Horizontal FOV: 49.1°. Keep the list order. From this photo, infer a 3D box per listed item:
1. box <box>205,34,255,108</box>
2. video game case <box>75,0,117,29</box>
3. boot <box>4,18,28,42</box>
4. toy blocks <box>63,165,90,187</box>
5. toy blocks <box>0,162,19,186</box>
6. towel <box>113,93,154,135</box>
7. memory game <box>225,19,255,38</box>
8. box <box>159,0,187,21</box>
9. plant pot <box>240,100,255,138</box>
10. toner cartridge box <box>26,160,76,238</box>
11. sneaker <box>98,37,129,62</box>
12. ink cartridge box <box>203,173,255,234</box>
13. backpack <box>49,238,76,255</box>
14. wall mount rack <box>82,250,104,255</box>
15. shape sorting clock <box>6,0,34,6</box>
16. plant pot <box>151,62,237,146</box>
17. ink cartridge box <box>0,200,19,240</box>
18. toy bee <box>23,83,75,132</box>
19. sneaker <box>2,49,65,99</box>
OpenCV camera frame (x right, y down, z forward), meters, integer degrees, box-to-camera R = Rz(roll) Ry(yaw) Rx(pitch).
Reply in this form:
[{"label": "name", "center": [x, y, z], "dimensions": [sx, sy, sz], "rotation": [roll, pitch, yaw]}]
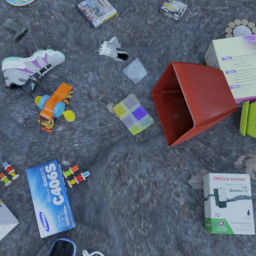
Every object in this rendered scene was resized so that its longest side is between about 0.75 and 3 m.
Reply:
[{"label": "box", "center": [4.780, -2.324, 11.662], "dimensions": [2.364, 1.299, 2.688], "rotation": [-9, 75, -3]}, {"label": "video game case", "center": [-1.489, -5.597, 13.204], "dimensions": [1.376, 0.194, 1.523], "rotation": [-37, 77, -10]}, {"label": "boot", "center": [-5.238, -4.491, 12.789], "dimensions": [1.023, 0.371, 0.930], "rotation": [32, 62, 2]}, {"label": "toy blocks", "center": [-2.007, 1.790, 10.968], "dimensions": [0.873, 0.317, 0.728], "rotation": [-29, 76, -8]}, {"label": "toy blocks", "center": [-4.778, 1.776, 10.991], "dimensions": [0.644, 0.280, 0.772], "rotation": [-41, 78, -11]}, {"label": "towel", "center": [0.202, -0.585, 11.738], "dimensions": [1.141, 0.181, 1.588], "rotation": [-34, 76, -10]}, {"label": "memory game", "center": [5.252, -4.318, 12.878], "dimensions": [1.602, 0.102, 1.602], "rotation": [0, 74, 0]}, {"label": "box", "center": [2.123, -5.618, 13.175], "dimensions": [1.071, 0.259, 0.848], "rotation": [31, 76, 8]}, {"label": "plant pot", "center": [5.092, -0.333, 11.038], "dimensions": [1.198, 1.314, 1.321], "rotation": [8, 74, 24]}, {"label": "toner cartridge box", "center": [-2.918, 2.637, 10.588], "dimensions": [1.225, 0.557, 2.578], "rotation": [-18, 74, -5]}, {"label": "sneaker", "center": [-0.382, -2.860, 10.526], "dimensions": [0.994, 1.722, 0.646], "rotation": [28, 121, 3]}, {"label": "ink cartridge box", "center": [3.681, 2.763, 10.374], "dimensions": [1.562, 0.885, 2.131], "rotation": [1, 74, 0]}, {"label": "backpack", "center": [-2.314, 4.463, 9.955], "dimensions": [0.920, 0.739, 1.006], "rotation": [15, 77, 5]}, {"label": "wall mount rack", "center": [-1.493, 5.326, 9.720], "dimensions": [1.925, 0.718, 1.673], "rotation": [-38, 77, -9]}, {"label": "shape sorting clock", "center": [-5.087, -6.635, 13.427], "dimensions": [1.805, 0.354, 1.805], "rotation": [0, 73, 0]}, {"label": "plant pot", "center": [2.591, -0.986, 10.822], "dimensions": [2.216, 2.514, 2.512], "rotation": [-11, 73, -17]}, {"label": "ink cartridge box", "center": [-5.563, 3.081, 9.801], "dimensions": [1.814, 1.805, 2.472], "rotation": [-43, 78, -11]}, {"label": "toy bee", "center": [-3.201, -0.625, 11.301], "dimensions": [2.655, 1.443, 1.738], "rotation": [-33, 66, -34]}, {"label": "sneaker", "center": [-3.906, -2.146, 11.827], "dimensions": [2.710, 1.054, 1.896], "rotation": [-12, 75, 6]}]
